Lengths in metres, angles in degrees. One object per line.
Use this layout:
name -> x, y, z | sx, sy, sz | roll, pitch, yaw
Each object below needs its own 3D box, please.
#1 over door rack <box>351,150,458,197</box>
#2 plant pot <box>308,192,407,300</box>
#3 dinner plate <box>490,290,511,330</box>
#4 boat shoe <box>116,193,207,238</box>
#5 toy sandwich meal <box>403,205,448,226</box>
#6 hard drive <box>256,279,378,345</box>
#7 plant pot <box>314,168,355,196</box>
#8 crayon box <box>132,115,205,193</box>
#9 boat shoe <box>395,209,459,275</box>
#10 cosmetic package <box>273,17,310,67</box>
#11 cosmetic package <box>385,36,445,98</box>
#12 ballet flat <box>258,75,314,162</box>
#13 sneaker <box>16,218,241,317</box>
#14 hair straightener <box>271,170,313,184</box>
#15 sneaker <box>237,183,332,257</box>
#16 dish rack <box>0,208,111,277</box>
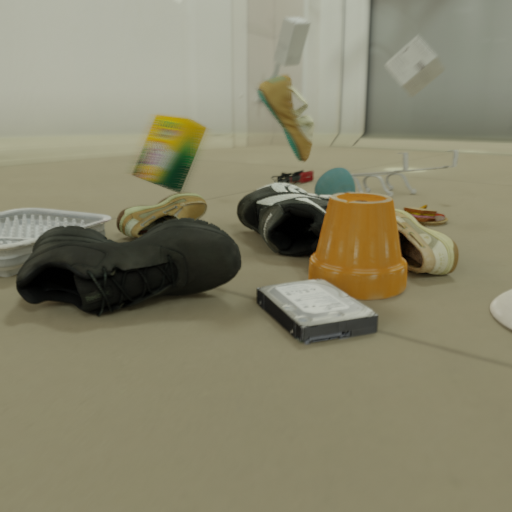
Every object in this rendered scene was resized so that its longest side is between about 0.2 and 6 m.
over door rack -> 4.402, -2.419, 17.549 | 2.288, 1.031, 3.097 | -9, -3, -30
plant pot -> 1.729, -0.244, 9.469 | 1.664, 1.524, 1.664 | 0, 16, 0
dinner plate -> 4.848, 0.728, 7.962 | 2.813, 0.341, 2.813 | -3, 15, 1
boat shoe -> -2.001, -0.821, 13.113 | 2.433, 0.872, 0.927 | -24, 41, -39
toy sandwich meal -> 4.321, -1.073, 14.392 | 1.239, 0.424, 1.239 | 0, 16, 0
hard drive -> 0.831, 0.762, 8.173 | 1.179, 0.319, 1.688 | -6, 18, -19
plant pot -> 2.374, -1.812, 16.039 | 1.185, 1.185, 0.798 | -7, 43, -23
crayon box -> -1.883, -2.200, 11.859 | 0.490, 1.449, 1.680 | 20, 3, -36
boat shoe -> 2.708, -0.295, 10.846 | 0.847, 0.941, 2.609 | -6, 22, -23
cosmetic package -> 0.790, -4.765, 12.469 | 0.548, 0.972, 0.394 | -21, 48, -42
cosmetic package -> 2.627, -3.123, 9.276 | 0.561, 0.679, 0.560 | 12, 43, -57
ballet flat -> 0.655, -2.239, 9.300 | 0.587, 1.862, 0.639 | -28, 55, 10
sneaker -> -1.953, 0.303, 8.578 | 3.464, 1.316, 1.572 | -5, 25, 7
hair straightener -> 1.227, -2.809, 20.680 | 0.901, 0.479, 2.340 | 10, 23, 32
sneaker -> 0.578, -0.769, 11.833 | 1.689, 1.241, 3.734 | -18, 23, -39
dish rack -> -4.829, -0.330, 11.297 | 2.786, 0.707, 3.246 | 6, 17, 23
